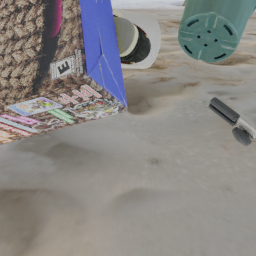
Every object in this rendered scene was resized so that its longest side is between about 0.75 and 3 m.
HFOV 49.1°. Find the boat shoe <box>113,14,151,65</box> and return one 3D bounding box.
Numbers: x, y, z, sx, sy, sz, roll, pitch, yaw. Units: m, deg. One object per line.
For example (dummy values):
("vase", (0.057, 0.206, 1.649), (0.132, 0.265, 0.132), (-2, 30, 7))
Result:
("boat shoe", (-0.698, -1.979, 5.776), (2.584, 0.945, 0.810), (29, 10, 29))

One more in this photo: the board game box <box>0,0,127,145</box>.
("board game box", (-1.739, -1.189, 4.669), (2.945, 2.348, 1.426), (-14, -18, 18))

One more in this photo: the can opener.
("can opener", (2.027, -0.158, 5.502), (0.379, 0.300, 1.141), (-30, 62, -20))

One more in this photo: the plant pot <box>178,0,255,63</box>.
("plant pot", (2.859, -3.696, 9.227), (2.549, 2.549, 2.496), (12, 60, 22))

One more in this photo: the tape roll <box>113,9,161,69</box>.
("tape roll", (0.062, -2.640, 8.462), (1.140, 1.660, 1.660), (-6, 27, -30))
